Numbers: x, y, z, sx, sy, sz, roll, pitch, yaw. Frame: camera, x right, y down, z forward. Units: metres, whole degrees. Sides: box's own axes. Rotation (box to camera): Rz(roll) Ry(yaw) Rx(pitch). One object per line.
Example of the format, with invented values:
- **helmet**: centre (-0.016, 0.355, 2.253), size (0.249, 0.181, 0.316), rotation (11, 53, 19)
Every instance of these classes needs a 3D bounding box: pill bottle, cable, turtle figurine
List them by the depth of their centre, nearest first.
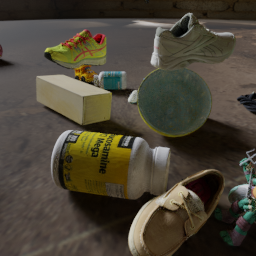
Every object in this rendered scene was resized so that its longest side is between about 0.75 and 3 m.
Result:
- **turtle figurine**: centre (1.915, 1.040, 4.242), size (0.747, 1.484, 1.111), rotation (31, 24, 8)
- **pill bottle**: centre (-0.275, 0.699, 5.291), size (2.060, 1.158, 1.158), rotation (5, 26, 11)
- **cable**: centre (4.649, -0.865, 9.320), size (1.655, 0.515, 2.029), rotation (-2, 26, -4)
- **pill bottle**: centre (-0.706, -1.908, 11.265), size (1.285, 0.712, 0.712), rotation (0, 26, 1)

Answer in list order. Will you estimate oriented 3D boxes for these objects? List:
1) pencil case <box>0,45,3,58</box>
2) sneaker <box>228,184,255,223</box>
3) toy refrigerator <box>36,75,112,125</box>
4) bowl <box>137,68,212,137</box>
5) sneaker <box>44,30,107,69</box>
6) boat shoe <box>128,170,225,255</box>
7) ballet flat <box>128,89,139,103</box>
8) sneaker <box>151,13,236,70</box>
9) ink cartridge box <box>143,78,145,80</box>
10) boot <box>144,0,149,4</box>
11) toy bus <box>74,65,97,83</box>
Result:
- **pencil case**: centre (-8.458, -4.283, 15.668), size (1.163, 1.163, 2.661), rotation (22, 34, 38)
- **sneaker**: centre (2.262, 1.493, 4.254), size (1.638, 0.637, 1.146), rotation (15, 29, 29)
- **toy refrigerator**: centre (-1.830, -0.959, 9.045), size (1.055, 0.973, 2.780), rotation (-15, 29, -42)
- **bowl**: centre (1.223, -0.600, 7.858), size (1.998, 1.998, 1.075), rotation (0, -18, 1)
- **sneaker**: centre (-1.339, -2.170, 7.478), size (0.810, 0.936, 2.074), rotation (33, 33, 24)
- **boat shoe**: centre (0.860, 1.230, 4.372), size (0.807, 0.757, 2.188), rotation (49, 42, 9)
- **ballet flat**: centre (0.355, -1.252, 10.280), size (0.406, 0.406, 1.170), rotation (15, 30, 28)
- **sneaker**: centre (1.176, -1.498, 4.690), size (1.658, 0.824, 0.646), rotation (-17, 37, -21)
- **ink cartridge box**: centre (1.435, -0.973, 8.862), size (1.898, 1.101, 0.644), rotation (15, 29, 28)
- **boot**: centre (0.481, -4.113, 8.031), size (0.857, 1.112, 2.295), rotation (40, -1, -6)
- **toy bus**: centre (-1.795, -2.409, 11.797), size (0.750, 1.061, 1.105), rotation (-18, 18, -35)
